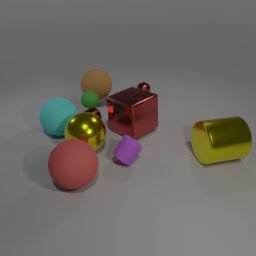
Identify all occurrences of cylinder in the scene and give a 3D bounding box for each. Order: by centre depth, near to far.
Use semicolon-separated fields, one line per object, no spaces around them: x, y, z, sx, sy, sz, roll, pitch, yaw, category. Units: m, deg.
-0.013;0.699;8.944;0.700;0.700;0.700;35;8;-6;cylinder
2.977;0.382;9.057;1.400;1.400;1.400;-7;30;-12;cylinder
-1.523;-0.390;11.135;0.700;0.700;0.700;17;34;28;cylinder

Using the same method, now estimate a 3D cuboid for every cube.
0.185;-0.593;10.670;1.400;1.400;1.400;-28;37;-37;cube

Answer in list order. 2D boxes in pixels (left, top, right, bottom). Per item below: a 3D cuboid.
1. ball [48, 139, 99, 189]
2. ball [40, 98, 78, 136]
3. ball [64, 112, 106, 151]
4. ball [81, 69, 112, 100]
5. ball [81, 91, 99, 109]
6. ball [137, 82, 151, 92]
-1.535;1.013;7.906;1.400;1.400;1.400;0;30;0;ball
-2.573;-0.414;10.473;1.400;1.400;1.400;0;30;0;ball
-1.439;0.157;9.464;1.400;1.400;1.400;0;30;0;ball
-1.417;-1.941;12.543;1.400;1.400;1.400;0;30;0;ball
-1.496;-1.108;10.978;0.700;0.700;0.700;0;30;0;ball
0.753;-1.863;13.537;0.700;0.700;0.700;0;30;0;ball
